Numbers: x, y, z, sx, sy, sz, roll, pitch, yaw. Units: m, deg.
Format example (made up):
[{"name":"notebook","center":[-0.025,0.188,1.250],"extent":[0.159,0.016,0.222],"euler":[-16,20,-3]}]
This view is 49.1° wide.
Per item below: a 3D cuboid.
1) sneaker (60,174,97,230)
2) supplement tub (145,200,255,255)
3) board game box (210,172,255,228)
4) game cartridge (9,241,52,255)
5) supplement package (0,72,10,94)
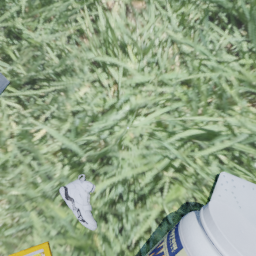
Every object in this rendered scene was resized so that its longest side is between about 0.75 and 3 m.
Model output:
[{"name":"sneaker","center":[-1.065,1.859,7.126],"extent":[0.788,0.515,1.371],"euler":[-40,75,-7]},{"name":"supplement tub","center":[1.421,2.925,5.712],"extent":[1.874,1.874,2.585],"euler":[41,110,10]},{"name":"board game box","center":[2.995,2.495,6.973],"extent":[2.157,0.279,2.157],"euler":[22,76,12]},{"name":"game cartridge","center":[-2.362,3.443,6.895],"extent":[1.067,0.173,0.941],"euler":[-18,76,-6]},{"name":"supplement package","center":[-4.524,-0.970,7.469],"extent":[1.271,1.287,2.122],"euler":[32,78,8]}]
